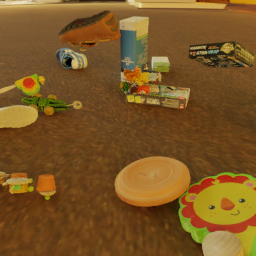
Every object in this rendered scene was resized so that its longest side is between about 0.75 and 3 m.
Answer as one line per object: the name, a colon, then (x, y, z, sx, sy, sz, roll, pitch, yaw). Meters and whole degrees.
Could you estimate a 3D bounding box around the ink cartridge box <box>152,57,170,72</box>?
ink cartridge box: (1.582, -3.046, 13.641, 0.786, 0.449, 1.514, 1, 30, 1)

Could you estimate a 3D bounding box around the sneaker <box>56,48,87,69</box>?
sneaker: (-3.051, -3.493, 14.102, 2.189, 0.809, 0.900, 23, 39, 36)

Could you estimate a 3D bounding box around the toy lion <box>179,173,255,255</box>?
toy lion: (2.141, 1.546, 4.899, 2.452, 0.842, 2.350, -12, 23, 14)

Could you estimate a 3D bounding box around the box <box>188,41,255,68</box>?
box: (2.952, -2.245, 8.777, 1.445, 0.418, 1.818, 8, 5, 40)

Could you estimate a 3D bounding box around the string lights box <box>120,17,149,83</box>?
string lights box: (0.291, -3.362, 12.078, 0.747, 2.535, 1.303, 15, 33, 25)

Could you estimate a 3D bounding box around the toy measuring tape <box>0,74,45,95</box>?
toy measuring tape: (-4.129, -1.463, 10.829, 1.979, 0.728, 0.728, -26, 36, -11)

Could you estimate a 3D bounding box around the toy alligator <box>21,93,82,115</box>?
toy alligator: (-2.599, -0.744, 9.623, 2.024, 0.486, 0.671, 8, 57, -2)

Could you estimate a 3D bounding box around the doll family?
doll family: (0.494, -1.948, 10.511, 1.325, 0.962, 2.135, 0, 25, -1)

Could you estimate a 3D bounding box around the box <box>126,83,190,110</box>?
box: (1.138, -1.220, 10.502, 2.193, 0.381, 1.207, 8, 31, 14)

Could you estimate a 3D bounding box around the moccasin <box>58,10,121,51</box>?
moccasin: (-1.402, -3.282, 9.847, 2.944, 1.136, 1.077, 2, 47, 40)

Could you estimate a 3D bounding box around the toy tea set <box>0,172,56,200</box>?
toy tea set: (-2.470, 1.351, 5.977, 1.803, 0.667, 1.072, 2, 0, 9)

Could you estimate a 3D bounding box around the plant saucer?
plant saucer: (0.520, 1.087, 6.220, 1.676, 0.271, 1.676, -11, 22, 4)

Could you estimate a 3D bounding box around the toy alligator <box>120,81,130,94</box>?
toy alligator: (-0.144, -1.541, 11.154, 0.406, 0.294, 1.224, 29, 26, -14)

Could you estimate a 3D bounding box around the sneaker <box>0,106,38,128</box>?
sneaker: (-3.833, -0.387, 8.785, 1.906, 0.728, 0.767, -9, 22, -19)
